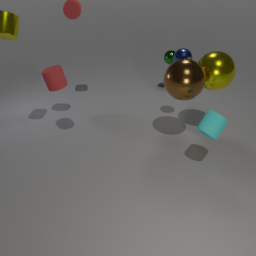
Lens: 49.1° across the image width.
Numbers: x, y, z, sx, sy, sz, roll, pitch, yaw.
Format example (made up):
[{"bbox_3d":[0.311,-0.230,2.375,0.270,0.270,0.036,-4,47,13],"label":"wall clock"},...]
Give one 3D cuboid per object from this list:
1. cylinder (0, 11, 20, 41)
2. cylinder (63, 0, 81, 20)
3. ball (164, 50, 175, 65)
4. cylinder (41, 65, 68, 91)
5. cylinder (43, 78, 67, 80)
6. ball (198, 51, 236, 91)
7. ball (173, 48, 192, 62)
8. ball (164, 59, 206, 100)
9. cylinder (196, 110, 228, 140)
[{"bbox_3d":[-3.801,-3.195,8.784,0.700,0.700,0.700,5,-1,0],"label":"cylinder"},{"bbox_3d":[-2.246,-4.811,11.311,0.700,0.700,0.700,-3,32,-6],"label":"cylinder"},{"bbox_3d":[2.139,-3.525,13.989,0.700,0.700,0.700,0,31,0],"label":"ball"},{"bbox_3d":[-2.519,-1.717,9.626,0.700,0.700,0.700,-12,29,7],"label":"cylinder"},{"bbox_3d":[-3.058,-2.062,11.688,0.700,0.700,0.700,-19,51,25],"label":"cylinder"},{"bbox_3d":[3.134,-2.042,10.071,1.400,1.400,1.400,0,31,0],"label":"ball"},{"bbox_3d":[2.048,-2.615,10.465,0.700,0.700,0.700,0,31,0],"label":"ball"},{"bbox_3d":[1.919,-1.641,9.538,1.400,1.400,1.400,0,31,0],"label":"ball"},{"bbox_3d":[2.603,-0.085,8.692,0.700,0.700,0.700,34,1,-1],"label":"cylinder"}]
